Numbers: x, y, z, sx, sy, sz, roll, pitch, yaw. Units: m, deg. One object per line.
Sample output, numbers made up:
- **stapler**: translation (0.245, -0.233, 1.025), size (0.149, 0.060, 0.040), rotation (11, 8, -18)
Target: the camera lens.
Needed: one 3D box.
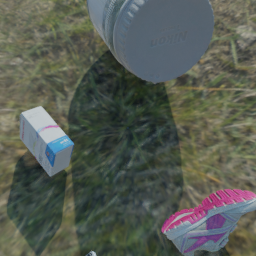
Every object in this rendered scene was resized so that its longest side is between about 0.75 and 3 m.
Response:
- **camera lens**: translation (0.399, -2.826, 6.990), size (2.389, 2.389, 2.986), rotation (-19, 45, -9)

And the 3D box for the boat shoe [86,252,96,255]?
- **boat shoe**: translation (-1.003, 2.808, 5.501), size (0.403, 0.314, 0.888), rotation (36, 83, -30)

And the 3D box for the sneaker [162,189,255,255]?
- **sneaker**: translation (1.753, 1.956, 5.731), size (2.020, 0.822, 0.891), rotation (-30, 91, 14)

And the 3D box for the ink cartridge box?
- **ink cartridge box**: translation (-1.899, 0.293, 6.439), size (1.315, 0.950, 0.557), rotation (45, 49, 18)
